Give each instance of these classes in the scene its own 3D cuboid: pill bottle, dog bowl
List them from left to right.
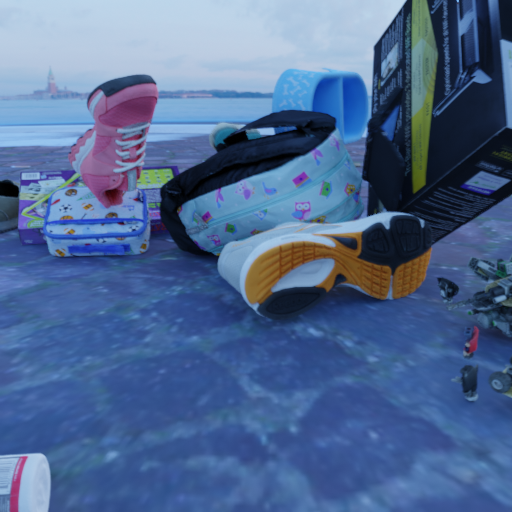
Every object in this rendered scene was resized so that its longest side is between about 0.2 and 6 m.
[{"bbox_3d":[-2.024,1.713,3.942,1.006,0.557,0.557,-2,17,-7],"label":"pill bottle"},{"bbox_3d":[1.421,-2.944,11.322,0.751,1.688,3.028,6,19,33],"label":"dog bowl"}]

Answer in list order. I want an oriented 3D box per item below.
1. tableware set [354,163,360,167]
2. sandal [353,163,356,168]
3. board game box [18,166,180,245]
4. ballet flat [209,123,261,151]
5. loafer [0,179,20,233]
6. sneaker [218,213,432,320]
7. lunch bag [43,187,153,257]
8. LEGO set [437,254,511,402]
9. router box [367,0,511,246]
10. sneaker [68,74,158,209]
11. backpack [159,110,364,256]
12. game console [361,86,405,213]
[{"bbox_3d":[1.226,-2.061,15.729,3.109,0.623,2.055,-2,-8,-25],"label":"tableware set"},{"bbox_3d":[1.233,-1.795,14.792,3.007,1.194,0.858,-16,65,-9],"label":"sandal"},{"bbox_3d":[-3.252,-1.180,12.165,3.509,0.567,2.106,-5,37,-17],"label":"board game box"},{"bbox_3d":[-0.626,-2.800,13.169,0.636,0.688,2.039,33,21,23],"label":"ballet flat"},{"bbox_3d":[-5.399,-1.276,12.831,1.069,0.990,2.842,4,18,12],"label":"loafer"},{"bbox_3d":[1.056,-0.083,8.344,3.513,1.330,1.616,-5,18,-30],"label":"sneaker"},{"bbox_3d":[-2.944,-0.643,10.632,1.984,0.750,1.590,-3,42,-7],"label":"lunch bag"},{"bbox_3d":[3.170,0.859,6.697,2.156,0.941,3.319,13,34,41],"label":"LEGO set"},{"bbox_3d":[3.121,-2.736,8.948,1.154,4.420,3.475,13,-24,-14],"label":"router box"},{"bbox_3d":[-2.194,-1.824,9.413,1.122,1.321,3.045,-21,-10,-34],"label":"sneaker"},{"bbox_3d":[0.241,-1.169,9.855,3.267,2.068,2.726,-11,32,37],"label":"backpack"},{"bbox_3d":[2.034,-1.501,8.197,0.820,1.410,1.240,31,70,19],"label":"game console"}]
